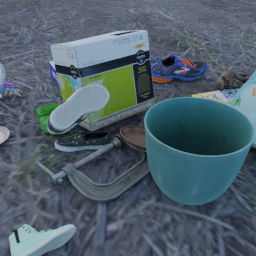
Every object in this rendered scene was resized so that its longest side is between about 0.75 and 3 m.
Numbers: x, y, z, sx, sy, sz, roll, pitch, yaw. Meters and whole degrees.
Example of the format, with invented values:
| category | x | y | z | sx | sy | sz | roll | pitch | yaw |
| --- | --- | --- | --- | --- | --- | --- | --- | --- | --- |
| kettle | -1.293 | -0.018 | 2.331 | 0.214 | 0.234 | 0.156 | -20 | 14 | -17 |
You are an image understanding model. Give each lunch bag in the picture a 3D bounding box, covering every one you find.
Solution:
| category | x | y | z | sx | sy | sz | roll | pitch | yaw |
| --- | --- | --- | --- | --- | --- | --- | --- | --- | --- |
| lunch bag | 4.339 | -0.441 | 8.163 | 2.487 | 1.780 | 2.919 | 37 | 62 | 20 |

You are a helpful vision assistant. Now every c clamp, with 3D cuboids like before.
| category | x | y | z | sx | sy | sz | roll | pitch | yaw |
| --- | --- | --- | --- | --- | --- | --- | --- | --- | --- |
| c clamp | -0.708 | 0.904 | 7.628 | 2.834 | 0.384 | 2.421 | -25 | 42 | -32 |

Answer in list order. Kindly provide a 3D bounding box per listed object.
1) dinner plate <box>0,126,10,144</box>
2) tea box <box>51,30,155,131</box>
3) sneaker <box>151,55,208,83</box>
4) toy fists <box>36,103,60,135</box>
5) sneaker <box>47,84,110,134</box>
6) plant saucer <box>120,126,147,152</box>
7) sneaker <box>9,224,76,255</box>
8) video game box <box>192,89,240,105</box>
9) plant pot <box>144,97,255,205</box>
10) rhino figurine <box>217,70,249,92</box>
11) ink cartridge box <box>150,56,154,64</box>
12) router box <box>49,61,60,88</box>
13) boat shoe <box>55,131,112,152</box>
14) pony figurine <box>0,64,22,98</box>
| category | x | y | z | sx | sy | sz | roll | pitch | yaw |
| --- | --- | --- | --- | --- | --- | --- | --- | --- | --- |
| dinner plate | -4.296 | 0.311 | 8.741 | 1.157 | 0.140 | 1.157 | 0 | 33 | 0 |
| tea box | -0.738 | -1.656 | 9.209 | 2.659 | 2.615 | 1.776 | -22 | 26 | -31 |
| sneaker | 2.265 | -2.683 | 12.340 | 2.770 | 1.086 | 1.043 | -10 | 36 | -14 |
| toy fists | -2.553 | -0.304 | 9.302 | 0.841 | 0.568 | 1.651 | -8 | 33 | -25 |
| sneaker | -1.273 | -0.482 | 6.970 | 1.830 | 0.718 | 0.727 | -37 | 4 | -37 |
| plant saucer | 0.459 | 0.348 | 8.184 | 1.458 | 0.267 | 1.458 | 11 | 22 | -5 |
| sneaker | -1.763 | 2.130 | 5.692 | 1.291 | 0.475 | 0.762 | -22 | 46 | -25 |
| video game box | 3.577 | -0.716 | 9.943 | 2.042 | 0.478 | 1.861 | -10 | 40 | -14 |
| plant pot | 1.538 | 0.641 | 6.663 | 2.372 | 1.903 | 2.372 | 0 | 34 | 0 |
| rhino figurine | 4.092 | -1.806 | 10.970 | 1.121 | 0.767 | 2.564 | 13 | 21 | 19 |
| ink cartridge box | 1.119 | -3.530 | 14.445 | 0.397 | 0.157 | 0.799 | -16 | 38 | -24 |
| router box | -1.728 | -2.294 | 12.082 | 2.622 | 0.714 | 2.922 | -15 | 37 | -21 |
| boat shoe | -1.335 | 0.342 | 8.378 | 1.707 | 0.483 | 0.586 | -2 | 34 | -3 |
| pony figurine | -5.107 | -1.612 | 10.897 | 1.536 | 1.279 | 1.483 | -29 | 76 | -41 |
